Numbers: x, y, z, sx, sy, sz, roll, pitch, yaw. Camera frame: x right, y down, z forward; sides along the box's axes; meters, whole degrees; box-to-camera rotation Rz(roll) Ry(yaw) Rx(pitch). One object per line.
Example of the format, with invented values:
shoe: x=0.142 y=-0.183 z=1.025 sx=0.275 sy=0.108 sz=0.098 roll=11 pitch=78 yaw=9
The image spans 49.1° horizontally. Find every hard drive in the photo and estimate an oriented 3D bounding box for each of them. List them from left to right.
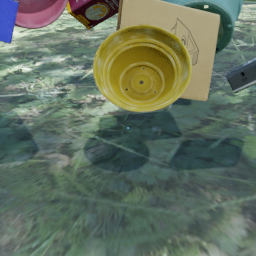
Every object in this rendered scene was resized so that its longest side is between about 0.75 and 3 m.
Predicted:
hard drive: x=2.507 y=-1.165 z=4.156 sx=1.987 sy=0.327 sz=1.386 roll=-26 pitch=3 yaw=27

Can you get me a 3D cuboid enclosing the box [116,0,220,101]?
box: x=0.787 y=-1.549 z=5.629 sx=2.218 sy=1.813 sz=0.236 roll=4 pitch=10 yaw=-23

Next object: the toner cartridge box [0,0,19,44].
toner cartridge box: x=-2.719 y=-1.896 z=4.443 sx=1.315 sy=0.597 sz=2.768 roll=10 pitch=13 yaw=-36

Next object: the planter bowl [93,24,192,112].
planter bowl: x=0.238 y=-0.912 z=4.854 sx=1.608 sy=0.670 sz=1.608 roll=-1 pitch=72 yaw=2

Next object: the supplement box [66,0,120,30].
supplement box: x=-0.749 y=-4.030 z=8.461 sx=2.070 sy=0.887 sz=1.142 roll=-22 pitch=-16 yaw=21

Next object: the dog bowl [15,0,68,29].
dog bowl: x=-2.266 y=-3.229 z=6.352 sx=2.093 sy=2.093 sz=0.772 roll=-18 pitch=49 yaw=-28

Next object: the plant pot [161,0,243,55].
plant pot: x=1.864 y=-3.292 z=7.527 sx=2.642 sy=2.642 sz=2.482 roll=4 pitch=56 yaw=7
